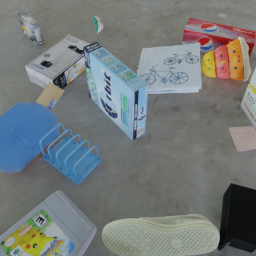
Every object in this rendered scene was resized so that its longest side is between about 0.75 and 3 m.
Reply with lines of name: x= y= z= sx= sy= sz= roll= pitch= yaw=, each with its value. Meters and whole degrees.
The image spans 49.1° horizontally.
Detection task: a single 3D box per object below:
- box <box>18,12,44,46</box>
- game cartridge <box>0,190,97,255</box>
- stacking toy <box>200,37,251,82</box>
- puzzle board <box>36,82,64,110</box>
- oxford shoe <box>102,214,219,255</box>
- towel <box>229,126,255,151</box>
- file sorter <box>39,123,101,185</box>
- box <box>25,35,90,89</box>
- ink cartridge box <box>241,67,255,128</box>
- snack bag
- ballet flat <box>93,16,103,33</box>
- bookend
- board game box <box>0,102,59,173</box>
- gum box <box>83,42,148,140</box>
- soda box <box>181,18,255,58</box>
box: x=-4.332 y=-4.427 z=12.497 sx=0.317 sy=1.038 sz=1.311 roll=-36 pitch=60 yaw=-25
game cartridge: x=-2.156 y=2.950 z=6.864 sx=1.765 sy=0.536 sz=2.647 roll=38 pitch=60 yaw=23
stacking toy: x=3.455 y=-2.468 z=10.903 sx=2.290 sy=1.673 sz=1.673 roll=-9 pitch=49 yaw=18
puzzle board: x=-2.563 y=-1.057 z=9.245 sx=0.791 sy=0.596 sz=0.069 roll=-53 pitch=41 yaw=7
oxford shoe: x=0.776 y=2.637 z=6.953 sx=2.822 sy=1.061 sz=0.815 roll=-5 pitch=9 yaw=6
towel: x=3.861 y=0.343 z=9.188 sx=0.876 sy=0.148 sz=0.917 roll=-4 pitch=51 yaw=-4
file sorter: x=-1.740 y=0.716 z=8.384 sx=1.509 sy=0.926 sz=1.047 roll=31 pitch=58 yaw=22
box: x=-2.593 y=-2.604 z=11.183 sx=1.478 sy=0.762 sz=2.533 roll=28 pitch=56 yaw=21
ink cartridge box: x=5.127 y=-1.100 z=8.755 sx=1.919 sy=2.653 sz=1.928 roll=-11 pitch=51 yaw=-5
snack bag: x=1.556 y=-2.362 z=10.972 sx=2.533 sy=0.288 sz=2.687 roll=-2 pitch=52 yaw=15
ballet flat: x=-1.383 y=-4.942 z=13.367 sx=0.432 sy=0.432 sz=1.243 roll=-10 pitch=51 yaw=-8
bookend: x=3.241 y=2.442 z=7.095 sx=1.605 sy=0.739 sz=1.595 roll=13 pitch=53 yaw=10
board game box: x=-3.443 y=0.347 z=8.984 sx=2.054 sy=0.506 sz=2.600 roll=32 pitch=63 yaw=20
gum box: x=-0.430 y=-1.184 z=9.094 sx=0.579 sy=2.209 sz=2.601 roll=-32 pitch=57 yaw=-24
soda box: x=3.874 y=-3.816 z=12.064 sx=2.935 sy=0.931 sz=1.028 roll=17 pitch=53 yaw=14
